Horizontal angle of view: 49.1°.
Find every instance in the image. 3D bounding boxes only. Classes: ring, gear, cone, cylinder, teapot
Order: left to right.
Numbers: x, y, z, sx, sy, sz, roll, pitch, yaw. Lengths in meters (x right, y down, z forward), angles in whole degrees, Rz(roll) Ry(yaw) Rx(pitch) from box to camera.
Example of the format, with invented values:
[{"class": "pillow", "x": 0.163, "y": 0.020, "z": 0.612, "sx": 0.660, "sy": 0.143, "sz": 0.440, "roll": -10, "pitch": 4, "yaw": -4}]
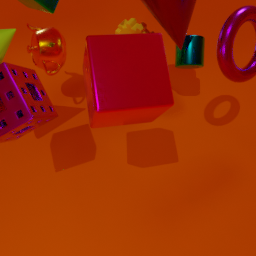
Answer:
[{"class": "cone", "x": -2.752, "y": -1.542, "z": 5.446, "sx": 1.492, "sy": 1.487, "sz": 1.487, "roll": -26, "pitch": 45, "yaw": 15}, {"class": "teapot", "x": -2.306, "y": -2.209, "z": 7.750, "sx": 0.952, "sy": 1.208, "sz": 1.943, "roll": -8, "pitch": 61, "yaw": -32}, {"class": "gear", "x": 0.289, "y": -2.423, "z": 8.032, "sx": 1.449, "sy": 1.449, "sz": 0.268, "roll": 30, "pitch": 68, "yaw": 26}, {"class": "cone", "x": 1.130, "y": -2.644, "z": 6.705, "sx": 1.603, "sy": 1.609, "sz": 1.603, "roll": -14, "pitch": 30, "yaw": 8}, {"class": "cylinder", "x": 1.746, "y": -2.130, "z": 7.924, "sx": 0.810, "sy": 0.810, "sz": 0.810, "roll": 1, "pitch": 4, "yaw": 0}, {"class": "ring", "x": 2.382, "y": -1.679, "z": 5.698, "sx": 1.508, "sy": 1.508, "sz": 0.302, "roll": -27, "pitch": 29, "yaw": -23}]

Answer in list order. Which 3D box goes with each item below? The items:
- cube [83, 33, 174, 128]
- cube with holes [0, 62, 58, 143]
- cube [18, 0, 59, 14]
[{"class": "cube", "x": -0.065, "y": -0.669, "z": 4.247, "sx": 1.085, "sy": 1.085, "sz": 1.085, "roll": -6, "pitch": 80, "yaw": -13}, {"class": "cube with holes", "x": -2.127, "y": -0.415, "z": 5.086, "sx": 1.033, "sy": 1.033, "sz": 1.033, "roll": -27, "pitch": 90, "yaw": 10}, {"class": "cube", "x": -1.700, "y": -2.663, "z": 5.013, "sx": 0.792, "sy": 0.792, "sz": 0.792, "roll": 25, "pitch": 93, "yaw": 30}]
